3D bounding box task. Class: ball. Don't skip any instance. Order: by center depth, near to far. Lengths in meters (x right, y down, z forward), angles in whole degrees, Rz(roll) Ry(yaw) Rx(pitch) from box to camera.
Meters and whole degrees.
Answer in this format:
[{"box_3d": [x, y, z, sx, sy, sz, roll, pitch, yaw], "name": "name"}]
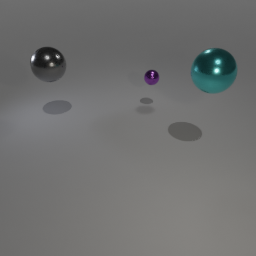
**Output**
[{"box_3d": [2.664, -1.768, 8.722, 1.400, 1.400, 1.400, 0, 31, 0], "name": "ball"}, {"box_3d": [-3.184, -2.539, 11.231, 1.400, 1.400, 1.400, 0, 31, 0], "name": "ball"}, {"box_3d": [1.080, -2.300, 12.758, 0.700, 0.700, 0.700, 0, 31, 0], "name": "ball"}]
